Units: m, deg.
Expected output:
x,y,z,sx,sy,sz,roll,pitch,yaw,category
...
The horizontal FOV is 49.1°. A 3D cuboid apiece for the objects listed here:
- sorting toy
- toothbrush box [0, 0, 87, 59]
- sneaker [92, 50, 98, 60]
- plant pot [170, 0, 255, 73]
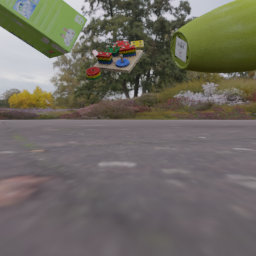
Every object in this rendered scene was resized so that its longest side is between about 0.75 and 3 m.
x,y,z,sx,sy,sz,roll,pitch,yaw,category
-0.274,-2.312,8.766,1.205,0.423,2.499,11,46,21,sorting toy
-2.566,-2.939,7.115,2.470,1.063,1.799,29,-9,-30,toothbrush box
-1.426,-3.488,13.865,0.310,0.430,0.822,-41,-32,11,sneaker
2.992,-2.987,9.787,2.769,2.591,2.591,-16,6,-16,plant pot
